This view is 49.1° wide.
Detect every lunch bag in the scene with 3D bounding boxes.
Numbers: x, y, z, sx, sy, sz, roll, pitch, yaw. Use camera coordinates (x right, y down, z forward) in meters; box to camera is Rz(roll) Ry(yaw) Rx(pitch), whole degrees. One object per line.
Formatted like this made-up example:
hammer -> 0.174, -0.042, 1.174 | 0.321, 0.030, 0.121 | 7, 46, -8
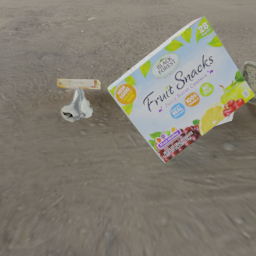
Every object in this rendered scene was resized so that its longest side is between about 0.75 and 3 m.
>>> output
lunch bag -> 4.520, -1.243, 8.765 | 2.185, 1.285, 1.792 | 25, 24, 16

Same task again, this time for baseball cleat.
baseball cleat -> -1.159, -0.521, 6.034 | 0.660, 0.433, 1.241 | -20, 27, -11

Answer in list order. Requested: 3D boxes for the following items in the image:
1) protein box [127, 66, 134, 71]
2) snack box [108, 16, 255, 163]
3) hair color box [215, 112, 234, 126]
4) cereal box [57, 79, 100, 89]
protein box -> 0.512, -1.368, 9.004 | 1.176, 1.184, 0.799 | -27, 61, -36
snack box -> 1.160, -0.830, 6.393 | 2.540, 2.142, 0.860 | -37, 14, 2
hair color box -> 2.091, -0.565, 7.941 | 2.035, 1.112, 0.660 | -15, 34, -22
cereal box -> -1.668, -1.517, 9.700 | 1.380, 0.273, 0.993 | 2, 3, -1
